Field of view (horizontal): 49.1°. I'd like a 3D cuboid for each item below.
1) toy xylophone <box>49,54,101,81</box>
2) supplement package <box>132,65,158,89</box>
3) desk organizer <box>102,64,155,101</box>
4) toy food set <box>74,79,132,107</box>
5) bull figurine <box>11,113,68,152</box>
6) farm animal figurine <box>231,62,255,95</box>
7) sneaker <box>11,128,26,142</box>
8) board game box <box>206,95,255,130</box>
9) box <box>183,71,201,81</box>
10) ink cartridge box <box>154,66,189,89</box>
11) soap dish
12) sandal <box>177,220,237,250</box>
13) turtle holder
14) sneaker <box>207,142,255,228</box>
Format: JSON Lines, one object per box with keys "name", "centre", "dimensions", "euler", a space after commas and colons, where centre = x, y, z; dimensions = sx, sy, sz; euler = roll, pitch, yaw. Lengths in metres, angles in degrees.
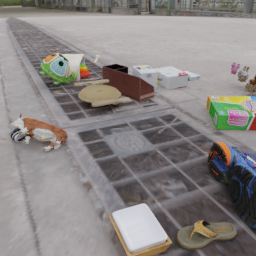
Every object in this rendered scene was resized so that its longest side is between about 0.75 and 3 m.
{"name": "toy xylophone", "centre": [-2.473, -3.013, 13.552], "dimensions": [2.164, 0.743, 2.956], "euler": [2, 26, 5]}
{"name": "supplement package", "centre": [0.681, -2.151, 11.833], "dimensions": [0.746, 0.718, 1.312], "euler": [-7, 27, -14]}
{"name": "desk organizer", "centre": [-0.032, -1.848, 11.030], "dimensions": [0.828, 0.889, 2.309], "euler": [-22, 34, -37]}
{"name": "toy food set", "centre": [-0.960, -1.114, 10.029], "dimensions": [1.610, 0.468, 2.332], "euler": [-11, 30, -21]}
{"name": "bull figurine", "centre": [-2.332, 0.108, 7.244], "dimensions": [1.513, 0.493, 0.919], "euler": [15, 30, -7]}
{"name": "farm animal figurine", "centre": [4.960, -1.790, 11.014], "dimensions": [1.594, 0.993, 1.974], "euler": [11, 18, -22]}
{"name": "sneaker", "centre": [-2.847, 0.076, 7.794], "dimensions": [0.477, 0.312, 0.853], "euler": [23, 36, 37]}
{"name": "board game box", "centre": [3.779, -0.497, 8.786], "dimensions": [2.284, 0.460, 1.747], "euler": [2, 26, 3]}
{"name": "box", "centre": [2.781, -2.432, 13.023], "dimensions": [0.705, 0.177, 0.976], "euler": [-15, 29, -29]}
{"name": "ink cartridge box", "centre": [1.810, -2.179, 12.045], "dimensions": [0.979, 0.563, 1.349], "euler": [-12, 30, -19]}
{"name": "soap dish", "centre": [0.170, 1.673, 4.505], "dimensions": [0.713, 0.368, 0.907], "euler": [-10, 28, -20]}
{"name": "sandal", "centre": [1.292, 1.678, 4.587], "dimensions": [1.055, 0.285, 0.424], "euler": [-6, 27, -12]}
{"name": "turtle holder", "centre": [-2.870, -2.444, 11.731], "dimensions": [1.449, 1.029, 1.101], "euler": [41, 16, -6]}
{"name": "sneaker", "centre": [2.423, 0.977, 5.380], "dimensions": [0.959, 0.921, 2.444], "euler": [2, 28, -8]}
